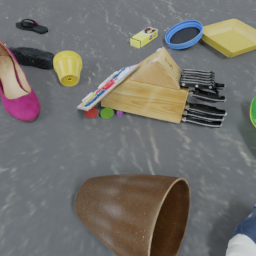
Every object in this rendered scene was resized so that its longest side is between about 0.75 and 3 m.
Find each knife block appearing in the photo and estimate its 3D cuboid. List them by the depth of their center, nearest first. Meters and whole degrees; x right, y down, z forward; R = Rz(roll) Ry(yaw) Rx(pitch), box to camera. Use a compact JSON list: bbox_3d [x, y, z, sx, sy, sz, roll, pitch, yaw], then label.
[{"bbox_3d":[1.085,-0.712,7.722,2.928,2.571,0.937,-28,23,32],"label":"knife block"}]

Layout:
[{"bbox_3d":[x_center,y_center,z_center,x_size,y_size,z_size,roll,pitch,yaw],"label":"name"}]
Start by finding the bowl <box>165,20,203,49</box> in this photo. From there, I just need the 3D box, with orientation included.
[{"bbox_3d":[2.124,-3.512,10.570,1.423,0.279,1.423,-16,47,18],"label":"bowl"}]

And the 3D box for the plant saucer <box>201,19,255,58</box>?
[{"bbox_3d":[3.942,-3.364,10.622,2.017,0.489,2.017,-21,49,-19],"label":"plant saucer"}]

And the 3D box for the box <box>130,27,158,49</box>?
[{"bbox_3d":[0.636,-3.541,10.921,0.469,0.312,1.247,27,52,25],"label":"box"}]

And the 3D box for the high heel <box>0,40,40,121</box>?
[{"bbox_3d":[-3.353,-1.394,8.003,0.966,1.378,2.867,-27,51,-25],"label":"high heel"}]

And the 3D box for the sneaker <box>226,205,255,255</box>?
[{"bbox_3d":[2.802,2.459,4.566,2.364,0.952,1.731,34,63,25],"label":"sneaker"}]

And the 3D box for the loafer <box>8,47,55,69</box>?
[{"bbox_3d":[-3.301,-2.472,9.688,1.750,0.594,0.614,14,42,7],"label":"loafer"}]

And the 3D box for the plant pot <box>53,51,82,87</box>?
[{"bbox_3d":[-1.872,-1.817,8.846,0.906,0.906,0.853,-8,61,-8],"label":"plant pot"}]

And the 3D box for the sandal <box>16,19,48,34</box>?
[{"bbox_3d":[-4.000,-4.293,11.630,1.543,0.369,0.580,18,48,17],"label":"sandal"}]

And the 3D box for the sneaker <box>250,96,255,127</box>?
[{"bbox_3d":[3.748,-0.079,6.908,0.943,1.064,2.547,2,44,4],"label":"sneaker"}]

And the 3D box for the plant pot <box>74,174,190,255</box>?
[{"bbox_3d":[-0.024,1.514,5.090,1.805,1.687,1.687,11,44,30],"label":"plant pot"}]

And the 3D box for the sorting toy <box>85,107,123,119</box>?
[{"bbox_3d":[-0.682,-0.514,7.816,1.086,0.377,0.374,1,41,-18],"label":"sorting toy"}]

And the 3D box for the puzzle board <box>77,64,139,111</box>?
[{"bbox_3d":[-0.620,-1.111,7.576,1.767,0.154,1.331,-42,19,-11],"label":"puzzle board"}]
